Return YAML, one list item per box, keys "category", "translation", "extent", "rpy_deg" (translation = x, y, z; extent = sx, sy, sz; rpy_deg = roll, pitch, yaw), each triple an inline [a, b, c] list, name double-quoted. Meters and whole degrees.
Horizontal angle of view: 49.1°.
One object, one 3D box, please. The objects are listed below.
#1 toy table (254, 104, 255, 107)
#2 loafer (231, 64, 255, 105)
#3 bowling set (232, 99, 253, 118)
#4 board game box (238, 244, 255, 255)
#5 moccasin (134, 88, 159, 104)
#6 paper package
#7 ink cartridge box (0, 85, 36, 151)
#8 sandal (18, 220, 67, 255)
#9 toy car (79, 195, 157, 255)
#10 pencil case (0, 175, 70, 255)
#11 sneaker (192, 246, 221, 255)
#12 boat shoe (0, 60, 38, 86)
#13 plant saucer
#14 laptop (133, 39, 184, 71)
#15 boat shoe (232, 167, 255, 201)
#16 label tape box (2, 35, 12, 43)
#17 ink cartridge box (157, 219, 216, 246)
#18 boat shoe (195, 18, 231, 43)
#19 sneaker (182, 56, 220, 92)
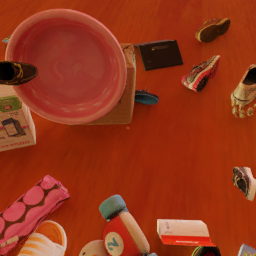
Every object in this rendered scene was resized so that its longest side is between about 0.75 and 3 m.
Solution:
- category: "toy table"
  translation: [5.246, -0.876, 10.313]
  extent: [1.039, 0.955, 0.608]
  rpy_deg: [-27, 67, -15]
- category: "loafer"
  translation: [5.121, -2.000, 11.269]
  extent: [1.033, 0.903, 2.872]
  rpy_deg: [30, 54, 24]
- category: "bowling set"
  translation: [4.096, -0.599, 10.386]
  extent: [0.885, 0.475, 0.616]
  rpy_deg: [38, 77, 28]
- category: "board game box"
  translation: [3.341, 3.789, 6.347]
  extent: [1.927, 0.353, 1.457]
  rpy_deg: [24, 52, 21]
- category: "moccasin"
  translation: [0.517, -1.324, 10.875]
  extent: [1.452, 0.584, 0.495]
  rpy_deg: [15, 51, 12]
- category: "paper package"
  translation: [-1.004, -1.421, 9.590]
  extent: [2.509, 2.633, 1.362]
  rpy_deg: [-1, 48, -2]
- category: "ink cartridge box"
  translation: [-4.010, -0.335, 8.828]
  extent: [1.656, 2.279, 0.997]
  rpy_deg: [-11, 52, -11]
- category: "sandal"
  translation: [-2.204, 3.316, 6.526]
  extent: [0.975, 0.729, 2.545]
  rpy_deg: [9, 48, 8]
- category: "toy car"
  translation: [-0.509, 2.906, 6.417]
  extent: [1.955, 1.729, 1.802]
  rpy_deg: [-31, 65, -11]
- category: "pencil case"
  translation: [-2.590, 2.249, 7.287]
  extent: [2.332, 1.092, 1.058]
  rpy_deg: [-44, 101, -30]
- category: "sneaker"
  translation: [1.720, 3.672, 5.998]
  extent: [0.939, 1.025, 2.448]
  rpy_deg: [3, 48, 3]
- category: "boat shoe"
  translation: [-2.688, -1.233, 6.327]
  extent: [0.478, 0.566, 1.588]
  rpy_deg: [-3, 11, 40]
- category: "plant saucer"
  translation: [-1.520, -1.514, 7.201]
  extent: [2.969, 2.969, 0.753]
  rpy_deg: [0, 33, 0]
- category: "laptop"
  translation: [1.349, -3.493, 13.193]
  extent: [1.852, 1.146, 1.978]
  rpy_deg: [-12, 77, -10]
- category: "boat shoe"
  translation: [2.470, 1.152, 6.050]
  extent: [0.408, 0.432, 1.205]
  rpy_deg: [10, 21, 11]
- category: "label tape box"
  translation: [-5.616, -4.322, 13.816]
  extent: [0.652, 0.301, 0.910]
  rpy_deg: [23, 53, 20]
- category: "ink cartridge box"
  translation: [1.363, 2.520, 6.817]
  extent: [1.188, 1.484, 0.351]
  rpy_deg: [2, 80, 1]
- category: "boat shoe"
  translation: [4.125, -4.945, 14.047]
  extent: [2.486, 0.895, 0.840]
  rpy_deg: [-31, 48, -31]
- category: "sneaker"
  translation: [3.126, -2.415, 11.663]
  extent: [0.839, 0.906, 2.248]
  rpy_deg: [30, 55, 27]
